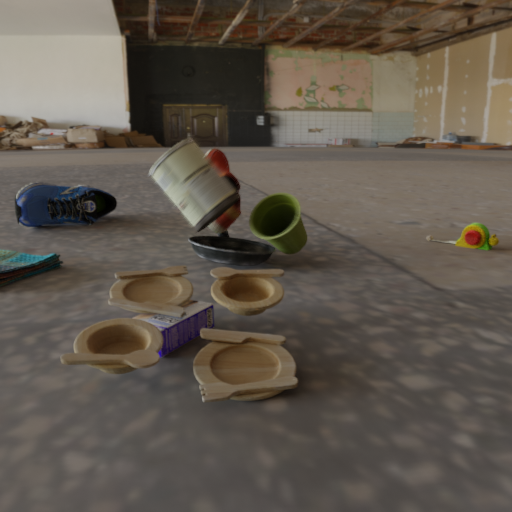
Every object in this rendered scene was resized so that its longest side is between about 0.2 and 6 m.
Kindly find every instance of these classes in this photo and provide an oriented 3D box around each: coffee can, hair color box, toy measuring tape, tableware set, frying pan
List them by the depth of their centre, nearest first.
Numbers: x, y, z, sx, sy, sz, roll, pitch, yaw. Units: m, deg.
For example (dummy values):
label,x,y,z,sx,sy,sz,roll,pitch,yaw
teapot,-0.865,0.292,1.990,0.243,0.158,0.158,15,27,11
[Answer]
label,x,y,z,sx,sy,sz,roll,pitch,yaw
tableware set,-0.762,0.750,6.691,2.413,0.335,2.889,2,26,0
hair color box,-1.103,0.885,7.154,0.628,0.372,1.149,6,14,28
coffee can,-1.115,-1.288,10.228,1.017,1.390,1.017,-39,1,1
frying pan,-0.771,-0.245,11.139,1.672,0.450,2.764,1,11,-35
toy measuring tape,4.498,-0.482,12.223,1.556,0.572,0.572,12,19,40

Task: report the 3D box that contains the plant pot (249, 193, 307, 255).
label,x,y,z,sx,sy,sz,roll,pitch,yaw
plant pot,0.514,-0.506,10.331,0.984,0.984,0.935,9,-23,32

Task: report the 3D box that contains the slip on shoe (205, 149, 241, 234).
label,x,y,z,sx,sy,sz,roll,pitch,yaw
slip on shoe,-0.705,-1.525,12.155,0.766,0.927,2.503,-32,38,23

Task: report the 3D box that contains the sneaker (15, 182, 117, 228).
label,x,y,z,sx,sy,sz,roll,pitch,yaw
sneaker,-4.827,-1.359,14.463,1.313,1.157,2.945,6,15,32

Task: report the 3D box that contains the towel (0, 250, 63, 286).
label,x,y,z,sx,sy,sz,roll,pitch,yaw
towel,-5.219,0.159,10.191,2.670,0.290,1.958,6,15,23
